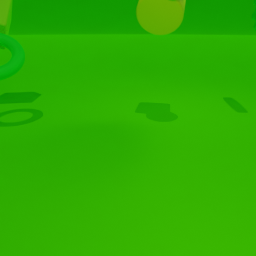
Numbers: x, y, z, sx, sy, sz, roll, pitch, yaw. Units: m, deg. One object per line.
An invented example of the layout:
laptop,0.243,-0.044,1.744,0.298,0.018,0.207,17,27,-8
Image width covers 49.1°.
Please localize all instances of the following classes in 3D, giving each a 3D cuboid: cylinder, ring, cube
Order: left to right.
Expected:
cube,-4.508,-3.556,8.942,1.317,1.317,1.317,10,-23,-22
ring,-3.599,-1.901,7.357,1.689,0.338,1.689,7,56,-10
cylinder,0.884,-3.241,7.240,1.181,1.181,1.181,5,54,13

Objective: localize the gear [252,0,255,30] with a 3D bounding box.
gear,3.941,-3.547,7.563,0.344,1.858,1.858,7,20,0
